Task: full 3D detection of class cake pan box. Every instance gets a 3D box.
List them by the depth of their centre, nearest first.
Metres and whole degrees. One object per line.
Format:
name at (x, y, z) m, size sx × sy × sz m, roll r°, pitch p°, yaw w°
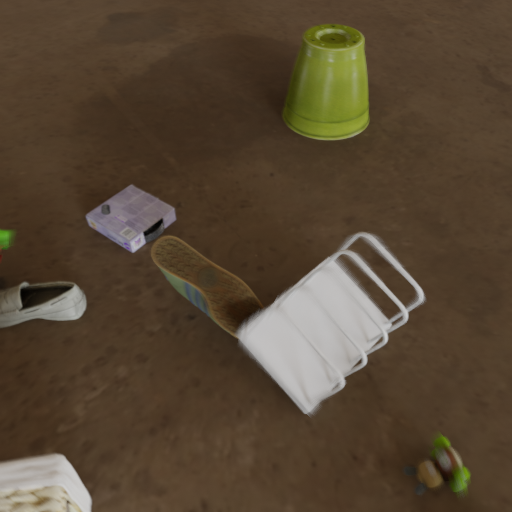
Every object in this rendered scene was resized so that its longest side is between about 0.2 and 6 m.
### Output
cake pan box at (-2.554, -0.796, 11.584) m, size 1.405 × 0.367 × 1.294 m, roll 28°, pitch 54°, yaw 25°

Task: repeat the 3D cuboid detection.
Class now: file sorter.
file sorter at (1.233, 0.938, 8.702) m, size 2.320 × 1.445 × 1.610 m, roll -37°, pitch 81°, yaw -33°

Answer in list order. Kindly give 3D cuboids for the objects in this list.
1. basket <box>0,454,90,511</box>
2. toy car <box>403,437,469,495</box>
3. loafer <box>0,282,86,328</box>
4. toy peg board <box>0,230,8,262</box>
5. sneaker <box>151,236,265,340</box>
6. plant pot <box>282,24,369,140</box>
basket at (-3.281, 3.487, 6.457) m, size 2.436 × 1.651 × 1.503 m, roll -7°, pitch 48°, yaw -7°
toy car at (2.435, 2.972, 7.736) m, size 0.729 × 0.575 × 0.598 m, roll -17°, pitch 44°, yaw -9°
loafer at (-4.073, 0.771, 9.756) m, size 2.122 × 0.740 × 0.742 m, roll -6°, pitch 46°, yaw -6°
toy peg board at (-4.757, 0.088, 9.803) m, size 0.633 × 1.294 × 1.288 m, roll 9°, pitch 76°, yaw -21°
sneaker at (-0.768, 0.583, 9.673) m, size 2.372 × 1.065 × 0.795 m, roll 40°, pitch 80°, yaw 3°
plant pot at (1.807, -4.410, 13.884) m, size 2.246 × 2.163 × 2.246 m, roll 0°, pitch 46°, yaw 0°
